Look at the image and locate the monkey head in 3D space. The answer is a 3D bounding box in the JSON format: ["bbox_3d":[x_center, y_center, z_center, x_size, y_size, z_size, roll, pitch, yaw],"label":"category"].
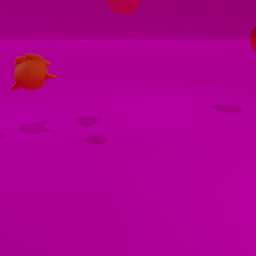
[{"bbox_3d":[-2.464,-1.453,7.465,1.494,0.900,1.075,-9,2,24],"label":"monkey head"}]

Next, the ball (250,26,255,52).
[{"bbox_3d":[4.470,-2.878,8.895,1.112,1.112,1.112,0,19,0],"label":"ball"}]

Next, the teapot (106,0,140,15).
[{"bbox_3d":[-0.047,-2.483,5.171,0.677,0.533,1.088,32,-25,-20],"label":"teapot"}]
